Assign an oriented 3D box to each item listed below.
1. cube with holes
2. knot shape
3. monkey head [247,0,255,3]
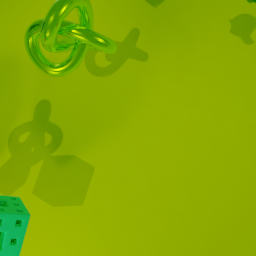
[{"bbox_3d":[-2.702,1.989,5.500,1.064,1.064,1.064,16,88,-33],"label":"cube with holes"},{"bbox_3d":[-1.222,-1.949,5.826,1.994,1.866,0.922,-11,71,-7],"label":"knot shape"},{"bbox_3d":[2.509,-2.517,4.857,1.373,0.827,0.988,-7,52,-15],"label":"monkey head"}]
